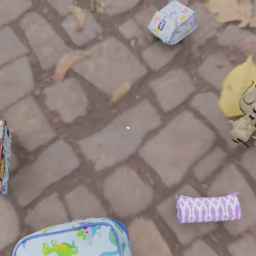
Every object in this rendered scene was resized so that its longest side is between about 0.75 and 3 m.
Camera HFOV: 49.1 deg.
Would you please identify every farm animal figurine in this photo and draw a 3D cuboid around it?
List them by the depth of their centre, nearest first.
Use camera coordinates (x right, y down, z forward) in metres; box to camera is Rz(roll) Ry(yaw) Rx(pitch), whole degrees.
[{"bbox_3d":[3.001,-0.126,6.310,2.015,1.050,1.992,13,49,-18],"label":"farm animal figurine"}]

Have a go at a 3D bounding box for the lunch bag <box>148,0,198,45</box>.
[{"bbox_3d":[1.176,-2.799,7.508,1.047,0.665,0.888,-38,57,-2],"label":"lunch bag"}]

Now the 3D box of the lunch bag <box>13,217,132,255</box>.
[{"bbox_3d":[-0.945,3.247,5.337,2.282,1.171,2.839,-14,77,4],"label":"lunch bag"}]

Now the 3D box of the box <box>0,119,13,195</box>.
[{"bbox_3d":[-2.780,0.656,6.049,0.303,1.041,1.521,3,74,-14],"label":"box"}]

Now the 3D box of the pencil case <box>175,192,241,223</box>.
[{"bbox_3d":[1.748,1.769,6.222,1.429,0.600,0.611,-2,74,0],"label":"pencil case"}]
